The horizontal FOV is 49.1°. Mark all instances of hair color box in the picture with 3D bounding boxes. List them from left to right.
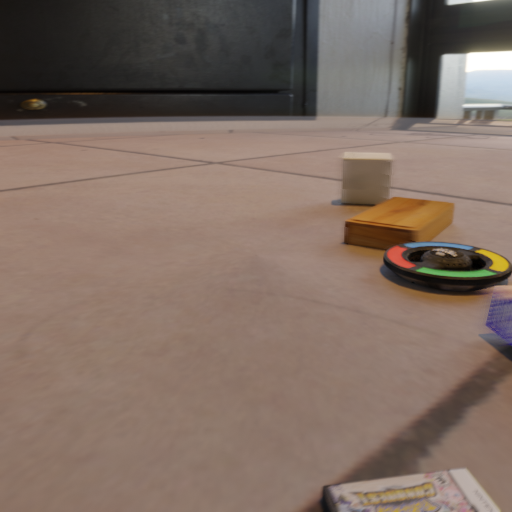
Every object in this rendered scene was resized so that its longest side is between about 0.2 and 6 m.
[{"bbox_3d":[3.256,0.844,5.725,0.929,0.551,1.699,2,17,-11],"label":"hair color box"}]

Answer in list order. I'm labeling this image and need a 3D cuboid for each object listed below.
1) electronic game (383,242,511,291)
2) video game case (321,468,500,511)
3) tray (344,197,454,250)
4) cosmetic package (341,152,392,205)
[{"bbox_3d":[2.884,0.093,8.517,1.863,0.388,1.863,0,18,0],"label":"electronic game"},{"bbox_3d":[1.081,1.772,3.552,1.103,0.141,0.997,-3,18,-9],"label":"video game case"},{"bbox_3d":[2.835,-0.671,10.837,1.299,0.488,2.634,11,19,30],"label":"tray"},{"bbox_3d":[2.630,-1.858,13.412,1.124,1.120,0.691,4,25,11],"label":"cosmetic package"}]
